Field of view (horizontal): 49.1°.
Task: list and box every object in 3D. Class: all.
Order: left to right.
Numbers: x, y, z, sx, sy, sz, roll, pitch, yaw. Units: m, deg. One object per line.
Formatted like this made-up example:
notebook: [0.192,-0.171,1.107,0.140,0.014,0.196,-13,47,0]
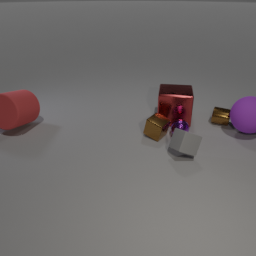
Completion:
cylinder: [-4.487,-0.756,11.136,1.400,1.400,1.400,8,16,16]
cube: [1.107,-0.042,10.745,0.700,0.700,0.700,31,41,23]
cube: [1.992,-0.977,11.937,1.400,1.400,1.400,4,28,8]
ball: [2.011,0.013,10.816,0.700,0.700,0.700,0,28,0]
cube: [1.919,0.472,9.396,0.700,0.700,0.700,17,3,-24]
cylinder: [3.927,-0.501,11.791,0.700,0.700,0.700,14,31,20]
ball: [4.595,-0.499,10.583,1.400,1.400,1.400,0,28,0]
